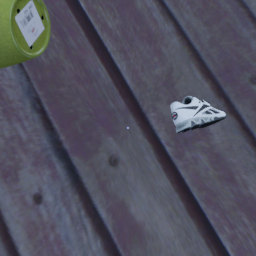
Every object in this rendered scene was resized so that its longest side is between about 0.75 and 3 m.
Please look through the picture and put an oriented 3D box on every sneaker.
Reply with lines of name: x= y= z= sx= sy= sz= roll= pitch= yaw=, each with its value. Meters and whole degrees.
sneaker: x=1.426 y=-0.346 z=5.550 sx=1.529 sy=0.567 sz=0.677 roll=-7 pitch=71 yaw=-43

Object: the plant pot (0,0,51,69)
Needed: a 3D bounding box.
plant pot: x=-2.715 y=-1.921 z=5.129 sx=2.318 sy=2.169 sz=2.169 roll=10 pitch=77 yaw=19
